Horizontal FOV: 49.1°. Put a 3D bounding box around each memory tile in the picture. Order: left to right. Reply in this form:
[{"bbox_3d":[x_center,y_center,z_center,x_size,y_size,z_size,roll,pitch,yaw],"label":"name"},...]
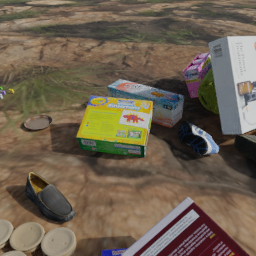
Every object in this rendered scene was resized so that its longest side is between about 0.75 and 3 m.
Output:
[{"bbox_3d":[-2.604,2.701,5.403,2.847,0.239,2.182,4,32,7],"label":"memory tile"}]

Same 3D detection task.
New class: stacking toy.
[{"bbox_3d":[-5.543,-1.535,12.172,0.908,0.213,0.684,12,32,22],"label":"stacking toy"}]

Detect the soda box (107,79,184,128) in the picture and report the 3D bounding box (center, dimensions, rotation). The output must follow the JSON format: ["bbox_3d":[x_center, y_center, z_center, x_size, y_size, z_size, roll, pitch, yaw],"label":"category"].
[{"bbox_3d":[0.596,-0.982,10.527,2.860,0.978,0.909,19,37,28],"label":"soda box"}]

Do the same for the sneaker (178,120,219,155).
[{"bbox_3d":[2.187,0.341,8.918,0.676,0.665,1.756,12,26,-26],"label":"sneaker"}]

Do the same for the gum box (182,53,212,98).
[{"bbox_3d":[3.260,-2.384,12.180,0.727,1.247,2.197,-4,29,39],"label":"gum box"}]

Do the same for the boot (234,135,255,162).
[{"bbox_3d":[4.695,0.520,8.495,2.265,0.822,2.060,-8,35,-25],"label":"boot"}]

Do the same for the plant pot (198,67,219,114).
[{"bbox_3d":[3.982,-1.787,10.834,2.536,2.536,2.408,25,51,34],"label":"plant pot"}]

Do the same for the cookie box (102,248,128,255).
[{"bbox_3d":[-0.126,2.731,5.270,0.721,0.317,0.843,-2,32,-4],"label":"cookie box"}]

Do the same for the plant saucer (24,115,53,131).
[{"bbox_3d":[-3.188,-0.169,10.025,0.993,0.159,0.993,0,32,0],"label":"plant saucer"}]

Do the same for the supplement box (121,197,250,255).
[{"bbox_3d":[1.388,2.640,4.141,1.578,0.883,2.900,-36,50,-13],"label":"supplement box"}]

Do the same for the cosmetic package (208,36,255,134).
[{"bbox_3d":[3.788,-1.439,9.105,2.207,2.928,0.756,-15,7,-38],"label":"cosmetic package"}]

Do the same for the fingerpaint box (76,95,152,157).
[{"bbox_3d":[-0.351,-0.083,8.848,2.066,0.758,1.723,6,55,9],"label":"fingerpaint box"}]

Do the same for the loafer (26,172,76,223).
[{"bbox_3d":[-1.927,1.646,6.714,1.692,0.612,0.616,23,38,30],"label":"loafer"}]
